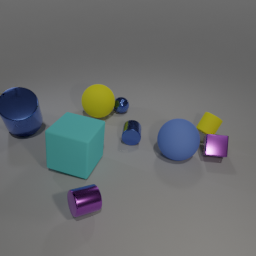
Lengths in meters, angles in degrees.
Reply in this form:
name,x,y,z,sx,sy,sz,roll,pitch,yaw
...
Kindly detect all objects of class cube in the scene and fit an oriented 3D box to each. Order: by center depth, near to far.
name,x,y,z,sx,sy,sz,roll,pitch,yaw
cube,-1.651,0.517,8.942,1.400,1.400,1.400,14,31,11
cube,2.923,0.609,9.391,0.700,0.700,0.700,5,-7,9

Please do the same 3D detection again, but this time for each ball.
name,x,y,z,sx,sy,sz,roll,pitch,yaw
ball,1.679,0.384,9.338,1.400,1.400,1.400,0,32,0
ball,-1.247,-1.132,11.758,1.400,1.400,1.400,0,32,0
ball,-0.300,-1.007,12.272,0.700,0.700,0.700,0,32,0

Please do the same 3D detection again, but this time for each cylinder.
name,x,y,z,sx,sy,sz,roll,pitch,yaw
cylinder,-1.126,1.872,7.257,0.700,0.700,0.700,-9,32,-30
cylinder,2.935,-0.118,10.130,0.700,0.700,0.700,31,3,-2
cylinder,0.140,0.169,10.359,0.700,0.700,0.700,2,32,3
cylinder,-3.986,-0.573,10.451,1.400,1.400,1.400,4,64,-8
